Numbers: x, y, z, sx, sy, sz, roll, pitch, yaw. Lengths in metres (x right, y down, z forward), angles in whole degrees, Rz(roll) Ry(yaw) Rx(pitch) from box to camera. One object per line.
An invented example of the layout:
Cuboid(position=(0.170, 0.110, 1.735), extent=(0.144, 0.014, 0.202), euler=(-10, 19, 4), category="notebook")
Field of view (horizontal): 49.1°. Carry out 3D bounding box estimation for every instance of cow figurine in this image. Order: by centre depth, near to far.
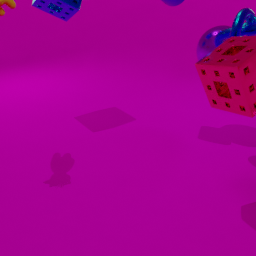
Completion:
Cuboid(position=(-3.094, -3.085, 6.314), extent=(0.648, 1.161, 1.180), euler=(-29, 71, 7), category="cow figurine")

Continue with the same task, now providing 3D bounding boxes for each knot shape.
Cuboid(position=(2.577, -2.165, 6.312), extent=(1.384, 0.639, 1.295), euler=(-32, -12, 31), category="knot shape")

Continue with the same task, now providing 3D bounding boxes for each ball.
Cuboid(position=(2.663, -2.251, 8.085), extent=(1.344, 1.344, 1.344), euler=(0, 28, 0), category="ball")

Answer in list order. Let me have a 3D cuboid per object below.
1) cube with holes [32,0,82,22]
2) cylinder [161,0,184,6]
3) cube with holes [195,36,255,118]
Cuboid(position=(-2.163, -4.360, 8.872), extent=(1.205, 1.205, 1.205), euler=(16, -8, -31), category="cube with holes")
Cuboid(position=(1.183, -3.966, 7.848), extent=(0.864, 0.864, 0.864), euler=(14, 13, 25), category="cylinder")
Cuboid(position=(2.006, -0.944, 4.967), extent=(0.976, 0.976, 0.976), euler=(-37, 28, -14), category="cube with holes")
